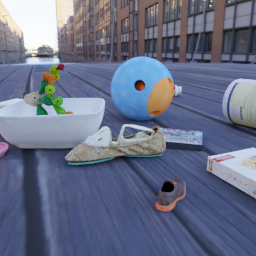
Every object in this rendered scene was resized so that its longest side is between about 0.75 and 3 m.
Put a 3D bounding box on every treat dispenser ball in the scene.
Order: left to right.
[{"bbox_3d":[0.527,-1.447,10.427,2.343,2.343,2.343,0,16,0],"label":"treat dispenser ball"}]

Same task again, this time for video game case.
[{"bbox_3d":[1.452,0.293,8.135,1.492,0.190,1.349,4,16,14],"label":"video game case"}]

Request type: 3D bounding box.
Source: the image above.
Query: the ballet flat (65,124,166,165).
[{"bbox_3d":[-0.278,0.334,6.857,2.529,0.826,0.892,-6,15,-20],"label":"ballet flat"}]

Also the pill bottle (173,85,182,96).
[{"bbox_3d":[2.343,-2.037,15.324,1.111,0.624,0.624,1,16,2],"label":"pill bottle"}]

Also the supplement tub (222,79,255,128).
[{"bbox_3d":[4.438,-0.750,9.204,1.569,1.569,2.164,-12,21,-36],"label":"supplement tub"}]

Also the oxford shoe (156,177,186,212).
[{"bbox_3d":[0.820,1.092,5.064,0.377,0.384,1.058,7,18,24],"label":"oxford shoe"}]

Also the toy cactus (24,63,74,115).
[{"bbox_3d":[-2.463,-0.892,8.489,1.687,2.045,1.046,6,7,37],"label":"toy cactus"}]

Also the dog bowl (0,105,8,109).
[{"bbox_3d":[-4.523,-0.339,9.365,1.782,0.657,1.782,-1,13,0],"label":"dog bowl"}]

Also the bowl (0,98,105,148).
[{"bbox_3d":[-2.092,-0.192,8.201,2.833,1.059,2.837,-1,16,-2],"label":"bowl"}]

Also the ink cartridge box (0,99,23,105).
[{"bbox_3d":[-4.991,-0.904,12.014,1.242,0.387,1.543,9,23,29],"label":"ink cartridge box"}]

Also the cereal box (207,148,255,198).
[{"bbox_3d":[2.745,0.935,5.577,1.404,0.386,1.951,-7,18,-23],"label":"cereal box"}]

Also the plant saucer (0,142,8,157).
[{"bbox_3d":[-3.484,0.589,7.077,0.870,0.221,0.870,0,17,0],"label":"plant saucer"}]
